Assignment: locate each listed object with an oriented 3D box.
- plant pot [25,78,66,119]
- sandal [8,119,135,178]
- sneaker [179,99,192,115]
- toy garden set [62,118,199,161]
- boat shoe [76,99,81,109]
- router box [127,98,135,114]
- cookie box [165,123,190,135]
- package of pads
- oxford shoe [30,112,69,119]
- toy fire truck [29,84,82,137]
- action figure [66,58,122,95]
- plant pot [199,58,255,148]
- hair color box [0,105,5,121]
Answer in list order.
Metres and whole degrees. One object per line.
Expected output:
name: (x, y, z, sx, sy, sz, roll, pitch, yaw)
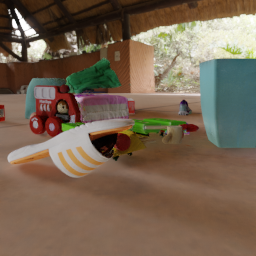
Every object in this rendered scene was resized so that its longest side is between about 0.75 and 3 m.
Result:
plant pot: (-3.667, -1.413, 13.061, 2.255, 1.810, 2.255, 0, 9, 0)
sandal: (-0.947, 0.477, 4.771, 2.624, 0.752, 1.005, -19, -7, 29)
sneaker: (2.993, -1.117, 14.528, 0.651, 0.766, 1.750, 2, 9, 13)
toy garden set: (0.223, 0.205, 6.804, 2.994, 0.597, 2.496, -4, 8, -29)
boat shoe: (-1.992, -0.862, 9.470, 0.623, 0.569, 1.731, -9, 4, -17)
router box: (-0.977, -1.271, 15.712, 2.552, 0.695, 2.843, -1, 9, -3)
cookie box: (1.522, -0.019, 8.852, 0.725, 0.319, 0.848, 3, 9, 1)
package of pads: (-1.315, -0.780, 11.141, 1.794, 1.127, 2.977, -3, 9, -22)
oxford shoe: (-2.642, -0.226, 10.054, 1.600, 0.566, 0.591, -4, 35, -36)
toy fire truck: (-2.196, -0.569, 8.545, 1.798, 1.510, 1.008, 6, 11, 33)
action figure: (-1.625, -1.944, 11.565, 2.548, 1.505, 0.697, -27, -13, -37)
plant pot: (2.614, -0.610, 6.962, 1.472, 2.083, 1.471, 1, 9, 0)
hair color box: (-5.783, -0.664, 11.878, 1.357, 0.689, 0.415, 5, 11, 35)
